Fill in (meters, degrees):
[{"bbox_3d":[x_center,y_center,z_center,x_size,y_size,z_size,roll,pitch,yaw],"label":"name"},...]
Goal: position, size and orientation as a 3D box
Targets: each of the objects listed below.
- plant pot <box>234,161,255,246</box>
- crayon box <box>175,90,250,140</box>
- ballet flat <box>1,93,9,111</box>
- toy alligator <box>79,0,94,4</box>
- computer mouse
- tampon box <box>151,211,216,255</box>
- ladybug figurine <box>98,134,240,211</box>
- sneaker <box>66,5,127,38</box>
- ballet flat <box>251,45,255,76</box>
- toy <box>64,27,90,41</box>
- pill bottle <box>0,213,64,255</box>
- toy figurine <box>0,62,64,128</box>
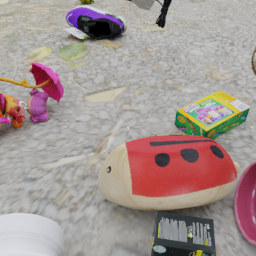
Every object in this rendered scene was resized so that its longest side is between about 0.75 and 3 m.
[{"bbox_3d":[2.760,1.320,4.701,1.296,1.448,1.448,11,39,-11],"label":"plant pot"},{"bbox_3d":[2.174,-0.315,7.237,1.695,0.494,1.007,-25,46,-26],"label":"crayon box"},{"bbox_3d":[-4.014,-0.630,7.592,1.679,0.594,0.594,-13,41,-23],"label":"ballet flat"},{"bbox_3d":[-2.186,-6.977,15.403,1.244,0.299,0.412,-5,40,-16],"label":"toy alligator"},{"bbox_3d":[0.530,-3.576,7.535,2.319,1.272,0.509,-2,34,-48],"label":"computer mouse"},{"bbox_3d":[0.860,1.839,4.502,0.929,0.696,0.587,6,40,7],"label":"tampon box"},{"bbox_3d":[0.771,0.725,5.290,2.723,0.979,1.848,-5,18,-6],"label":"ladybug figurine"},{"bbox_3d":[-1.557,-4.358,11.692,2.808,0.976,1.396,15,42,17],"label":"sneaker"},{"bbox_3d":[2.567,-1.271,4.332,1.024,2.898,1.024,1,75,-5],"label":"ballet flat"},{"bbox_3d":[-2.149,-3.894,11.713,1.055,0.249,0.608,31,38,24],"label":"toy"},{"bbox_3d":[-1.405,2.407,3.225,1.464,1.464,2.527,-4,39,-5],"label":"pill bottle"},{"bbox_3d":[-2.759,-0.784,7.025,2.276,2.473,1.856,0,3,-30],"label":"toy figurine"}]
